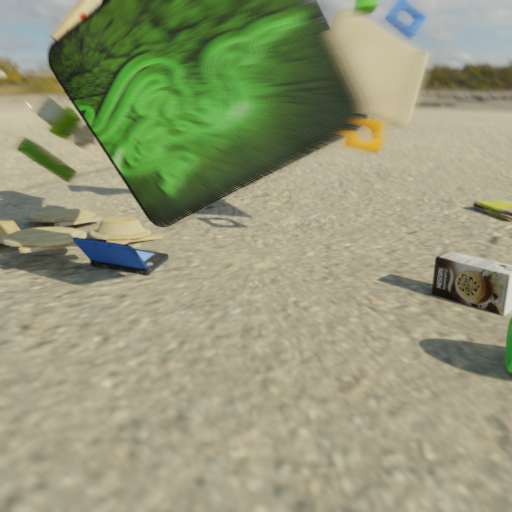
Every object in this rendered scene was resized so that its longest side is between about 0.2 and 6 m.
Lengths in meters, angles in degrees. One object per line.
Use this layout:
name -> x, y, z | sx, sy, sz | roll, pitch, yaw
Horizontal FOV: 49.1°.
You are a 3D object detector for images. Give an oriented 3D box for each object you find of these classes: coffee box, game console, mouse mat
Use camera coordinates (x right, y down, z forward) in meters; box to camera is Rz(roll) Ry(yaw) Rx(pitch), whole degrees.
coffee box -> 3.169, 0.376, 8.111 | 0.442, 0.626, 1.108 | -17, 24, -41
game console -> -2.245, -0.125, 9.422 | 1.202, 0.711, 1.026 | 9, 28, 22
mouse mat -> -0.659, -1.875, 6.103 | 3.119, 2.510, 0.117 | -23, 16, 30

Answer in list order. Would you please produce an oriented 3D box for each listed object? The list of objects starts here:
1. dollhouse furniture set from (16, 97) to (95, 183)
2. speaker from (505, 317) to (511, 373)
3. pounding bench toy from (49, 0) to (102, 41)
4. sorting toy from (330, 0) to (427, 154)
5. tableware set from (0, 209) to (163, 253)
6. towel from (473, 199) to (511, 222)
dollhouse furniture set -> -3.321, -2.756, 10.636 | 1.294, 2.589, 1.000 | 33, -5, 29
speaker -> 3.628, 1.048, 5.935 | 1.736, 0.768, 0.768 | 6, 19, 17
pounding bench toy -> -1.420, -2.870, 8.753 | 1.955, 1.557, 2.507 | 34, -8, 31
sorting toy -> 2.015, -3.308, 10.078 | 1.856, 3.297, 0.449 | 23, -18, -10
tableware set -> -3.886, -0.485, 10.892 | 3.617, 0.420, 3.021 | 10, 16, 38
towel -> 6.266, -1.103, 13.164 | 1.947, 0.222, 1.398 | -6, 19, -19
